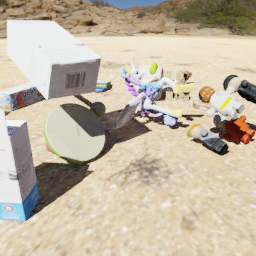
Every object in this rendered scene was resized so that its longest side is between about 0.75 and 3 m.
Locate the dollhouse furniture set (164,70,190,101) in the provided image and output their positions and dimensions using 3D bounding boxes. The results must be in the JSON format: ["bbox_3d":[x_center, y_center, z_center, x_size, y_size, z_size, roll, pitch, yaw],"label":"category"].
[{"bbox_3d":[2.636,-2.330,14.899,1.359,1.536,0.854,3,23,9],"label":"dollhouse furniture set"}]

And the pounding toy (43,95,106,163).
[{"bbox_3d":[-1.902,0.084,9.493,2.038,1.225,2.641,24,54,-23],"label":"pounding toy"}]

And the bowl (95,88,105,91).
[{"bbox_3d":[-1.735,-2.261,16.370,0.820,0.161,0.820,0,16,0],"label":"bowl"}]

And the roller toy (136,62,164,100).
[{"bbox_3d":[1.119,-2.398,14.801,1.359,1.945,1.774,6,0,13],"label":"roller toy"}]

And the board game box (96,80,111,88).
[{"bbox_3d":[-2.197,-2.699,17.084,2.119,0.309,1.426,3,14,8],"label":"board game box"}]

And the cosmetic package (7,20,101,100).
[{"bbox_3d":[-2.225,-2.073,8.091,1.595,1.147,2.827,-17,48,-39],"label":"cosmetic package"}]

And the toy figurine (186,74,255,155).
[{"bbox_3d":[3.320,-0.494,9.590,2.347,2.384,1.659,-20,42,-30],"label":"toy figurine"}]

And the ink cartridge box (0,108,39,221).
[{"bbox_3d":[-3.071,0.692,6.337,1.578,2.720,0.923,2,23,5],"label":"ink cartridge box"}]

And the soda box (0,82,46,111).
[{"bbox_3d":[-5.227,-1.724,14.329,0.944,0.878,2.762,12,26,25],"label":"soda box"}]

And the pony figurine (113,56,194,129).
[{"bbox_3d":[0.790,-1.132,11.232,2.904,2.803,2.418,22,29,4],"label":"pony figurine"}]

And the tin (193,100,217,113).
[{"bbox_3d":[3.838,-1.064,13.556,1.486,0.311,0.832,19,26,37],"label":"tin"}]

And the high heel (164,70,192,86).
[{"bbox_3d":[3.473,-2.735,16.660,2.530,0.903,1.803,-27,34,-30],"label":"high heel"}]
